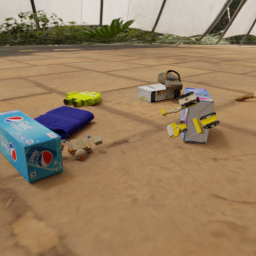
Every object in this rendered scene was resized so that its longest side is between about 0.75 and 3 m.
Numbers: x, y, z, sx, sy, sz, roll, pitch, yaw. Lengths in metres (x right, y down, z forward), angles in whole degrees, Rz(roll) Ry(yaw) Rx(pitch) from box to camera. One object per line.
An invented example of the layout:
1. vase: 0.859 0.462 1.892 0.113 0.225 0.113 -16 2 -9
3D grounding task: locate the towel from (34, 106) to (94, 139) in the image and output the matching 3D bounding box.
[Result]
1. towel: -2.208 -0.190 9.545 1.495 0.501 2.024 14 24 16

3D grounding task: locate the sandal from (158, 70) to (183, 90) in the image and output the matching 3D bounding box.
1. sandal: 2.044 -2.411 13.438 1.045 0.698 2.558 0 22 0

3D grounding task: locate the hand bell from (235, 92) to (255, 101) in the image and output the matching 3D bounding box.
1. hand bell: 5.634 -1.422 12.798 1.379 0.718 0.718 -10 19 9

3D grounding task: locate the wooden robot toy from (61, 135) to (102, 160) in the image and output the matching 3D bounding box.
1. wooden robot toy: -1.276 0.620 7.551 1.312 0.578 0.595 -10 58 -27

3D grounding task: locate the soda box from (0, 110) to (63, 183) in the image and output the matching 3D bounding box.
1. soda box: -2.756 0.341 7.349 0.897 0.948 2.795 -16 26 -36

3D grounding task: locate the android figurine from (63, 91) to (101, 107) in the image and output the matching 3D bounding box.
1. android figurine: -1.990 -1.366 12.747 1.675 0.378 1.840 15 27 34

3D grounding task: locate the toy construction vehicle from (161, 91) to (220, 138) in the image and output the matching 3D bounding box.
1. toy construction vehicle: 1.021 -0.183 4.689 0.824 0.718 0.290 -24 -25 14

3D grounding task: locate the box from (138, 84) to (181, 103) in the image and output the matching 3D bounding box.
1. box: 1.484 -1.704 13.351 1.851 0.556 1.079 -13 24 -32

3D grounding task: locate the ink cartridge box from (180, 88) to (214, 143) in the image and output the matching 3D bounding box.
1. ink cartridge box: 2.146 -0.499 9.019 0.754 1.347 1.974 7 21 6
